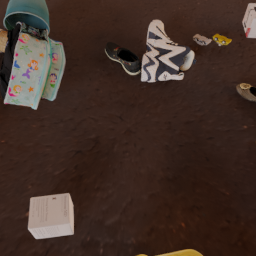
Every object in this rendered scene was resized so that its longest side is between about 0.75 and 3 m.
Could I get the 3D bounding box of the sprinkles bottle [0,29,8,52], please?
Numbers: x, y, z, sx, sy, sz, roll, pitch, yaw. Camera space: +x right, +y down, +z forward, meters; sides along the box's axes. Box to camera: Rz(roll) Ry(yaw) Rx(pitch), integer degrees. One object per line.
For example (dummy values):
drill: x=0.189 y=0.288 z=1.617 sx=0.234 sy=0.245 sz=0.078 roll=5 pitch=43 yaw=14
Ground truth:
sprinkles bottle: x=-4.005 y=-3.048 z=10.533 sx=2.479 sy=0.846 sz=0.846 roll=19 pitch=54 yaw=14

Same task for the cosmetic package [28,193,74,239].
cosmetic package: x=-1.764 y=2.061 z=6.549 sx=0.900 sy=0.749 sz=0.753 roll=-6 pitch=52 yaw=-6

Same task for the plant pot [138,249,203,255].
plant pot: x=0.787 y=3.118 z=5.233 sx=1.613 sy=1.715 sz=1.715 roll=-12 pitch=51 yaw=-27

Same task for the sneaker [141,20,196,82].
sneaker: x=1.549 y=-2.772 z=10.151 sx=1.835 sy=1.125 sz=2.819 roll=8 pitch=52 yaw=5

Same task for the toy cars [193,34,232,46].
toy cars: x=3.358 y=-3.481 z=11.234 sx=1.477 sy=0.327 sz=0.662 roll=1 pitch=49 yaw=5

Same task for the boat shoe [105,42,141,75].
boat shoe: x=-0.209 y=-2.757 z=10.483 sx=0.709 sy=0.608 sz=1.939 roll=-29 pitch=56 yaw=-20

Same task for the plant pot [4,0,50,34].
plant pot: x=-3.869 y=-4.596 z=10.954 sx=1.671 sy=1.671 sz=1.570 roll=-1 pitch=72 yaw=-1

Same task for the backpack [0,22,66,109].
backpack: x=-2.940 y=-1.774 z=8.472 sx=1.848 sy=2.180 sz=2.455 roll=14 pitch=31 yaw=-22

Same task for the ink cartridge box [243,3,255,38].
ink cartridge box: x=5.219 y=-4.466 z=11.634 sx=0.511 sy=0.881 sz=1.221 roll=5 pitch=52 yaw=4

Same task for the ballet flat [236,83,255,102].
ballet flat: x=4.471 y=-1.016 z=9.182 sx=1.910 sy=0.443 sz=0.644 roll=38 pitch=61 yaw=26
